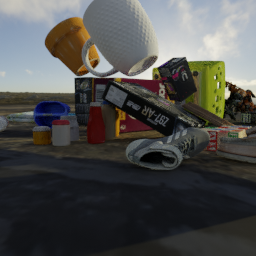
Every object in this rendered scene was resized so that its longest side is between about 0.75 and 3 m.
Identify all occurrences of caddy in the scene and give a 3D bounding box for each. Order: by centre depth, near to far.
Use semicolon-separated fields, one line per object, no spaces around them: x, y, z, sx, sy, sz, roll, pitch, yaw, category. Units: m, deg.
-2.943;-0.510;10.904;1.489;1.053;0.782;1;2;15;caddy

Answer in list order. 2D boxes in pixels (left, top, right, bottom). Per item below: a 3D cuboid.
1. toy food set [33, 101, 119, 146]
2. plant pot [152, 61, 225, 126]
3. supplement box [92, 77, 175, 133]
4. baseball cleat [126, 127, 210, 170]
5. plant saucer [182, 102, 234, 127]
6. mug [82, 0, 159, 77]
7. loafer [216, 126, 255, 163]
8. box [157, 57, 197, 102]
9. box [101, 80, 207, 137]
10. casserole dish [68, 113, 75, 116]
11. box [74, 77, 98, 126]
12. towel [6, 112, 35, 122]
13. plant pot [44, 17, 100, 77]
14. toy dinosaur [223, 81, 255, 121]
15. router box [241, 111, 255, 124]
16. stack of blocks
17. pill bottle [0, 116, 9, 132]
-1.224;-0.216;7.619;2.582;1.162;1.233;-4;7;-31;toy food set
2.621;-1.538;12.575;2.874;2.889;2.621;5;14;30;plant pot
0.234;-0.875;10.324;2.877;1.884;1.485;-6;11;-37;supplement box
0.879;0.428;4.984;1.770;0.617;0.942;-13;16;-20;baseball cleat
2.541;-0.300;8.527;1.934;0.285;1.934;28;9;-5;plant saucer
-0.399;-3.043;10.118;2.893;2.536;2.136;-33;-10;14;mug
3.024;0.218;4.962;2.809;0.883;1.010;4;8;33;loafer
1.618;-1.591;9.160;0.769;1.259;0.668;-35;25;-19;box
0.820;-0.494;7.835;2.572;0.560;2.060;31;16;16;box
-2.940;-0.496;13.714;2.025;0.393;1.227;5;8;36;casserole dish
-1.533;-1.185;12.352;0.879;2.040;1.671;3;7;24;box
-4.834;-0.572;14.122;1.875;0.451;1.605;2;6;21;towel
-2.091;-3.158;11.425;1.925;1.762;1.925;-35;-5;-3;plant pot
5.586;-1.436;14.638;2.861;1.942;1.462;43;-1;10;toy dinosaur
6.373;-0.481;12.971;1.946;0.508;1.530;-6;9;-44;router box
2.392;0.223;6.843;0.905;0.460;1.572;4;8;33;stack of blocks
-4.539;-0.142;9.899;0.516;0.516;0.933;-2;7;-17;pill bottle
